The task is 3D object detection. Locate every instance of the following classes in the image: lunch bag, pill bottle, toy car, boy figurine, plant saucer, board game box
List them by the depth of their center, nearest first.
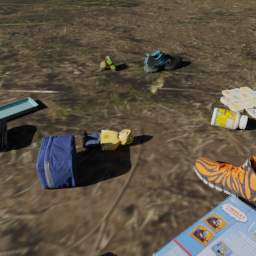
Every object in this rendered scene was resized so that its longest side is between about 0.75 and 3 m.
[{"bbox_3d":[2.394,3.001,6.452,2.935,0.537,2.220,-24,40,-29],"label":"board game box"},{"bbox_3d":[-2.241,0.986,8.785,1.154,1.185,1.744,-4,35,-5],"label":"lunch bag"},{"bbox_3d":[-0.728,0.419,10.138,1.854,0.597,1.153,-1,32,2],"label":"boy figurine"},{"bbox_3d":[4.010,-0.340,11.089,1.265,0.713,0.713,13,37,18],"label":"pill bottle"},{"bbox_3d":[-5.321,-0.609,11.881,2.873,0.273,1.004,-27,43,-32],"label":"plant saucer"},{"bbox_3d":[-1.266,-3.498,15.847,0.933,0.736,0.767,-30,32,8],"label":"toy car"}]

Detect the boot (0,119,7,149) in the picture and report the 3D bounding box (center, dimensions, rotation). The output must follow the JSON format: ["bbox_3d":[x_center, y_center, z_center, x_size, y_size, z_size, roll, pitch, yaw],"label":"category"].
[{"bbox_3d":[-5.102,0.160,10.100,1.347,0.612,1.603,7,33,-29],"label":"boot"}]

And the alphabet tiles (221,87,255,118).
[{"bbox_3d":[5.653,-1.265,12.869,2.554,0.186,2.498,-11,36,-15],"label":"alphabet tiles"}]

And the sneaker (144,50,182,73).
[{"bbox_3d":[2.071,-3.844,15.815,2.493,1.021,0.913,-18,39,-25],"label":"sneaker"}]

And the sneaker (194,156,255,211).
[{"bbox_3d":[3.176,1.247,8.182,2.594,1.453,1.006,30,45,35],"label":"sneaker"}]
